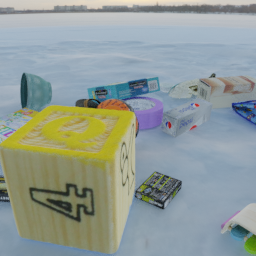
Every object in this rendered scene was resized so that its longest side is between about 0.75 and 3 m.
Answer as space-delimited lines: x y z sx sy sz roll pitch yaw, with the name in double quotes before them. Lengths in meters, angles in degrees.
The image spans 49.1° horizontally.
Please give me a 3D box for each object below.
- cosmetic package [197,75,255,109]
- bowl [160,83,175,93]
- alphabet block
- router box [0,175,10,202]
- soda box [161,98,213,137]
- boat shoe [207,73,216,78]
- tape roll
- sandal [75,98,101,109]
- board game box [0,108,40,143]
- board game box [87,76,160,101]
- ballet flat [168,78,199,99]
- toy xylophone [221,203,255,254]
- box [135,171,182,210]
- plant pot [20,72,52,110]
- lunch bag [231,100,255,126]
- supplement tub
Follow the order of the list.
"cosmetic package" 4.865 -1.774 13.567 2.658 1.160 1.374 -6 27 -12
"bowl" 2.101 -2.159 15.239 0.875 0.393 0.875 -1 26 0
"alphabet block" -1.123 1.017 6.417 2.336 2.379 2.324 4 25 9
"router box" -3.340 1.630 7.588 1.006 0.263 0.791 2 26 4
"soda box" 2.391 -0.454 11.217 2.371 0.809 0.752 -22 38 -38
"boat shoe" 5.158 -3.054 17.113 0.342 0.405 1.135 20 39 30
"tape roll" 0.412 -0.684 11.807 2.134 0.700 2.134 -2 24 1
"sandal" -1.563 -0.890 12.275 1.042 0.696 2.550 -12 29 -23
"board game box" -3.752 0.051 10.165 2.881 0.493 1.937 15 34 38
"board game box" -0.293 -1.813 13.152 2.245 0.698 2.974 -15 12 -29
"ballet flat" 3.167 -2.000 14.490 0.932 0.932 2.597 23 34 38
"toy xylophone" 3.317 2.320 5.769 1.795 0.616 2.451 -15 30 -28
"box" 0.844 1.652 7.580 0.873 0.241 1.089 16 30 30
"plant pot" -4.135 -1.609 12.705 1.157 1.727 1.727 -1 23 -30
"lunch bag" 5.809 -0.773 11.912 1.869 1.168 2.483 -7 15 -12
"supplement tub" -0.354 -0.156 9.078 1.347 1.347 2.199 3 -9 7
